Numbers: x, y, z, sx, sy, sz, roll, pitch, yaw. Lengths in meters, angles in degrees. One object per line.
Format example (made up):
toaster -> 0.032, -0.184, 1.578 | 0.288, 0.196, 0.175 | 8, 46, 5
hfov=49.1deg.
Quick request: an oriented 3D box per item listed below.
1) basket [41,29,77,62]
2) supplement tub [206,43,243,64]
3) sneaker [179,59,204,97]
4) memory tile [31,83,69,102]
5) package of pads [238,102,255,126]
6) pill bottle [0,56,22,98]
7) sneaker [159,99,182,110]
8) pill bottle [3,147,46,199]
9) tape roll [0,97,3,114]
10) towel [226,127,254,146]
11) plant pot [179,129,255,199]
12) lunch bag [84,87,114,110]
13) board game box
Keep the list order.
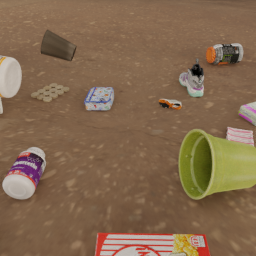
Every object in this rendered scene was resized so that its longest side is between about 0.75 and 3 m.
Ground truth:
basket -> -2.479, -2.885, 10.098 | 1.099, 0.991, 0.747 | 21, 53, -10
supplement tub -> 4.645, -3.574, 13.543 | 1.539, 0.943, 0.943 | -5, 34, -9
sneaker -> 2.602, -2.186, 11.172 | 0.716, 1.289, 1.843 | -7, 35, -10
memory tile -> -3.068, -1.411, 11.085 | 1.016, 0.111, 1.326 | 19, 39, 26
package of pads -> 4.450, -0.528, 9.528 | 1.124, 0.383, 0.868 | -15, 38, -22
pill bottle -> -3.491, -1.297, 6.626 | 1.650, 0.960, 0.960 | 9, 35, 4
sneaker -> 1.543, -0.901, 10.202 | 0.845, 0.320, 0.388 | 17, 29, 11
pill bottle -> -2.475, 1.054, 6.868 | 0.727, 0.727, 1.292 | 2, 34, 2
tape roll -> -5.275, -1.515, 9.085 | 1.726, 2.514, 2.514 | -13, 36, -19
towel -> 3.397, 0.307, 8.487 | 0.784, 0.160, 1.071 | 11, 35, 15
plant pot -> 2.220, 0.860, 6.620 | 1.481, 1.611, 1.611 | 3, 32, -15
lunch bag -> -1.062, -1.087, 10.292 | 1.012, 0.477, 1.263 | 3, 33, 7
board game box -> 0.425, 2.605, 4.773 | 2.057, 0.476, 1.558 | 0, 34, 0
